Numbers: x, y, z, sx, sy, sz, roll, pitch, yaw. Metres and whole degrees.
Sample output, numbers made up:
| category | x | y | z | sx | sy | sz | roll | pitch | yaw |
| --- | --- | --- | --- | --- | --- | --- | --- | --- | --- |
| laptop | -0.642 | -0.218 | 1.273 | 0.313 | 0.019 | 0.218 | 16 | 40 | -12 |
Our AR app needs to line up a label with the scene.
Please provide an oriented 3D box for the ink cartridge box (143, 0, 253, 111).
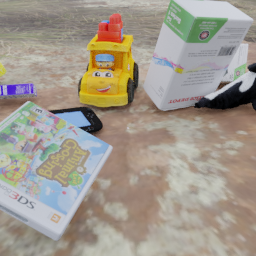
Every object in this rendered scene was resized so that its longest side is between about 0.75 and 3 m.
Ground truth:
| category | x | y | z | sx | sy | sz | roll | pitch | yaw |
| --- | --- | --- | --- | --- | --- | --- | --- | --- | --- |
| ink cartridge box | 1.691 | -1.852 | 7.337 | 1.870 | 2.582 | 1.084 | -10 | 48 | -28 |

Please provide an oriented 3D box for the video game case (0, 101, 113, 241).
| category | x | y | z | sx | sy | sz | roll | pitch | yaw |
| --- | --- | --- | --- | --- | --- | --- | --- | --- | --- |
| video game case | -1.369 | 0.488 | 4.391 | 1.791 | 0.217 | 1.968 | 29 | 37 | 1 |

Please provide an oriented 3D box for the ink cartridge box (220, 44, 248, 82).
| category | x | y | z | sx | sy | sz | roll | pitch | yaw |
| --- | --- | --- | --- | --- | --- | --- | --- | --- | --- |
| ink cartridge box | 2.890 | -2.116 | 9.093 | 1.670 | 1.215 | 0.702 | 1 | 10 | -4 |

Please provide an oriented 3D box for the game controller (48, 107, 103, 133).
| category | x | y | z | sx | sy | sz | roll | pitch | yaw |
| --- | --- | --- | --- | --- | --- | --- | --- | --- | --- |
| game controller | -1.403 | -0.130 | 6.595 | 1.666 | 0.351 | 0.869 | -12 | 42 | -40 |

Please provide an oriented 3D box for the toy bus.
| category | x | y | z | sx | sy | sz | roll | pitch | yaw |
| --- | --- | --- | --- | --- | --- | --- | --- | --- | --- |
| toy bus | -0.532 | -2.023 | 8.167 | 1.630 | 2.307 | 2.403 | 5 | 33 | 6 |

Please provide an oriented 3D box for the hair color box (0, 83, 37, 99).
| category | x | y | z | sx | sy | sz | roll | pitch | yaw |
| --- | --- | --- | --- | --- | --- | --- | --- | --- | --- |
| hair color box | -3.231 | -1.063 | 8.111 | 1.047 | 0.339 | 0.572 | -7 | -2 | -10 |

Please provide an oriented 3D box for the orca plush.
| category | x | y | z | sx | sy | sz | roll | pitch | yaw |
| --- | --- | --- | --- | --- | --- | --- | --- | --- | --- |
| orca plush | 3.226 | -0.913 | 7.492 | 2.748 | 1.446 | 0.977 | -19 | 63 | -20 |

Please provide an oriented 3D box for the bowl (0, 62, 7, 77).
| category | x | y | z | sx | sy | sz | roll | pitch | yaw |
| --- | --- | --- | --- | --- | --- | --- | --- | --- | --- |
| bowl | -4.937 | -1.814 | 8.339 | 2.183 | 1.175 | 2.183 | -16 | 25 | 8 |
